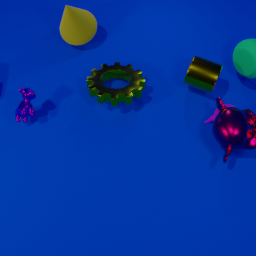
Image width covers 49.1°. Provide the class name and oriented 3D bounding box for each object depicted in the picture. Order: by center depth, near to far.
[{"bbox_3d":[2.827,0.122,7.584,1.152,1.375,1.911,1,63,3],"label":"monkey head"},{"bbox_3d":[-2.990,-0.685,8.132,0.494,0.899,0.885,6,60,-44],"label":"cow figurine"},{"bbox_3d":[3.759,-2.113,8.225,0.916,1.871,1.164,-25,81,-17],"label":"teapot"},{"bbox_3d":[2.853,-0.308,8.240,1.145,0.561,0.712,-8,69,9],"label":"teapot"},{"bbox_3d":[2.247,-1.611,8.388,0.887,0.887,0.887,23,66,11],"label":"cylinder"},{"bbox_3d":[-0.367,-1.382,8.613,1.765,0.326,1.765,0,47,0],"label":"gear"},{"bbox_3d":[-1.760,-3.523,8.902,1.301,1.306,1.301,-1,82,6],"label":"cone"}]
